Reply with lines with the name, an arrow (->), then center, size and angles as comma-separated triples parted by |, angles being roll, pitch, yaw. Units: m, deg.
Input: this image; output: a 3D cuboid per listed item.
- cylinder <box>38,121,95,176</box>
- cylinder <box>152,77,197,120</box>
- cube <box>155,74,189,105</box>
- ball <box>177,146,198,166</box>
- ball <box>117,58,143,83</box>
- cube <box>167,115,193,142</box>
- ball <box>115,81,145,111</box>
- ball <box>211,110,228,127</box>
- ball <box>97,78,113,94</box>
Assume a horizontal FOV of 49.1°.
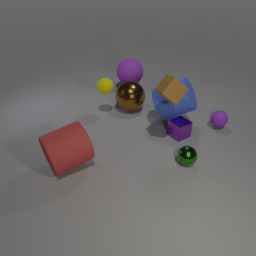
cylinder -> -2.036, 0.666, 9.327 | 1.400, 1.400, 1.400 | -25, 39, -20
cylinder -> 1.906, -1.198, 11.404 | 1.400, 1.400, 1.400 | -18, 24, 27
cube -> 1.478, -1.306, 9.544 | 0.700, 0.700, 0.700 | 36, 5, -24
ball -> 2.054, 0.966, 9.714 | 0.700, 0.700, 0.700 | 0, 32, 0
ball -> 0.105, -2.950, 14.724 | 1.400, 1.400, 1.400 | 0, 32, 0
cube -> 2.068, 0.016, 11.237 | 0.700, 0.700, 0.700 | -20, 37, -29
ball -> 0.106, -1.469, 12.942 | 1.400, 1.400, 1.400 | 0, 32, 0
ball -> 3.821, -0.388, 11.709 | 0.700, 0.700, 0.700 | 0, 32, 0
ball -> -0.980, -1.807, 12.109 | 0.700, 0.700, 0.700 | 0, 32, 0
